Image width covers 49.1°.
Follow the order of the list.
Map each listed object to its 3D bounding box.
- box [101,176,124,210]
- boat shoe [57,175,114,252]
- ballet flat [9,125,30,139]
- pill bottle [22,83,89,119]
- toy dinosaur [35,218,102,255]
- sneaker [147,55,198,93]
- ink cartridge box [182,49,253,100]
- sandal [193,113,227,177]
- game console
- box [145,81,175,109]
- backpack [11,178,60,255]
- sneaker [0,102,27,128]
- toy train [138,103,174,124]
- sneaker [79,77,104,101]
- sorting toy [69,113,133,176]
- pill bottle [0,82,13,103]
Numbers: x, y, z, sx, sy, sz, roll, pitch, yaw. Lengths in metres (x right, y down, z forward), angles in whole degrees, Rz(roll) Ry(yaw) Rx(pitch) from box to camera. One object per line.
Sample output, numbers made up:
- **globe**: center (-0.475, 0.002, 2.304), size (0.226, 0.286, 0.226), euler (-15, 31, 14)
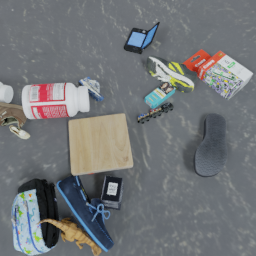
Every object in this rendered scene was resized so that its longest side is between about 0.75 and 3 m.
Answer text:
- **box**: center (-0.475, 2.087, 8.912), size (0.565, 1.082, 0.801), euler (7, 60, 4)
- **boat shoe**: center (-1.212, 2.479, 8.695), size (0.926, 1.135, 2.696), euler (-34, 68, -18)
- **ballet flat**: center (-4.069, 0.157, 10.451), size (0.871, 0.272, 0.294), euler (23, 63, 12)
- **pill bottle**: center (-2.652, -1.030, 10.526), size (2.284, 1.282, 1.282), euler (-3, 61, -2)
- **toy dinosaur**: center (-1.718, 2.969, 8.205), size (2.321, 1.233, 0.701), euler (38, 62, -22)
- **sneaker**: center (1.826, -2.342, 11.612), size (2.308, 0.860, 0.977), euler (36, 60, 8)
- **ink cartridge box**: center (3.679, -2.463, 11.683), size (1.383, 0.639, 2.539), euler (-39, 69, -19)
- **sandal**: center (3.020, 0.662, 10.059), size (1.059, 0.596, 2.786), euler (22, 53, 8)
- **game console**: center (0.608, -4.125, 12.501), size (1.285, 0.850, 1.461), euler (17, 62, 9)
- **box**: center (1.288, -1.325, 11.254), size (1.245, 0.306, 0.512), euler (-38, 68, -19)
- **backpack**: center (-2.721, 2.730, 8.408), size (1.519, 1.611, 1.975), euler (-27, 70, -4)
- **sneaker**: center (-4.901, -0.511, 10.553), size (2.159, 0.760, 0.815), euler (5, 65, 4)
- **toy train**: center (1.043, -0.599, 10.874), size (1.597, 0.272, 0.366), euler (-25, 60, -14)
- **sneaker**: center (-1.361, -1.630, 11.174), size (0.615, 0.557, 1.445), euler (-39, 60, -16)
- **sorting toy**: center (-0.972, 0.643, 9.923), size (2.043, 0.715, 2.055), euler (-7, 61, -4)
- **pill bottle**: center (-5.447, -1.430, 10.960), size (1.664, 0.934, 0.934), euler (9, 61, 4)
